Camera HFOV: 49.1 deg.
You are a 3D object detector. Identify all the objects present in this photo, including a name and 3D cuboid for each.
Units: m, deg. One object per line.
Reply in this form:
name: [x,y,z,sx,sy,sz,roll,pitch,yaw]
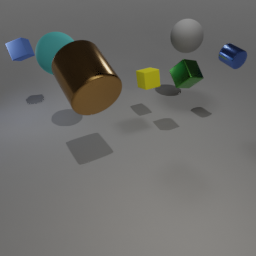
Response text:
ball: [2.523,-3.936,12.013,1.400,1.400,1.400,0,31,0]
cylinder: [3.724,-2.558,9.971,0.700,0.700,0.700,-16,44,-25]
ball: [-2.341,-2.456,9.292,1.400,1.400,1.400,0,31,0]
cube: [1.946,-1.795,9.350,0.700,0.700,0.700,-6,70,-40]
cylinder: [-1.072,-1.287,7.248,1.400,1.400,1.400,-18,59,-27]
cube: [-4.329,-3.157,11.294,0.700,0.700,0.700,-19,9,8]
cube: [0.815,-2.003,11.332,0.700,0.700,0.700,-18,24,-22]
